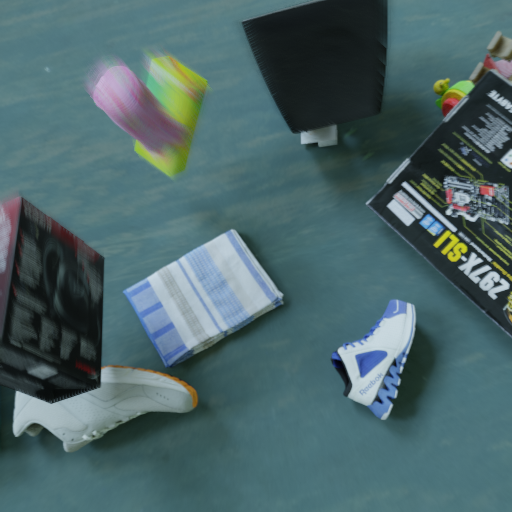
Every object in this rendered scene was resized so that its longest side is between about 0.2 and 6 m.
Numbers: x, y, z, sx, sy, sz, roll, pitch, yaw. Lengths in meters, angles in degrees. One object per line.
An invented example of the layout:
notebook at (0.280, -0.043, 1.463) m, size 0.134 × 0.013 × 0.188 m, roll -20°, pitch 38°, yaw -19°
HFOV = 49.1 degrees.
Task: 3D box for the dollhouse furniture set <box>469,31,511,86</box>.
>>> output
dollhouse furniture set at (4.563, -2.691, 9.874) m, size 1.585 × 1.202 × 1.809 m, roll 36°, pitch 109°, yaw 23°

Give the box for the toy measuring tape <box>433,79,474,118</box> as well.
toy measuring tape at (4.242, -2.608, 10.582) m, size 0.844 × 0.844 × 2.293 m, roll -35°, pitch 71°, yaw -14°

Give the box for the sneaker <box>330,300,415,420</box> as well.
sneaker at (1.779, 1.482, 8.809) m, size 1.086 × 0.760 × 1.881 m, roll 18°, pitch 69°, yaw 6°

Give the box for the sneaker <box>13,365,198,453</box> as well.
sneaker at (-2.282, 2.303, 8.413) m, size 2.828 × 1.070 × 1.301 m, roll 3°, pitch 74°, yaw 9°

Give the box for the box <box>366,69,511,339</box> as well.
box at (4.101, -0.687, 8.965) m, size 3.652 × 0.901 × 2.916 m, roll 45°, pitch 107°, yaw 18°

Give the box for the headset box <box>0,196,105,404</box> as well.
headset box at (-2.873, 0.510, 7.349) m, size 0.898 × 1.731 × 2.325 m, roll -21°, pitch 55°, yaw 16°

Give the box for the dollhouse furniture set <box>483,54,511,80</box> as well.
dollhouse furniture set at (5.182, -2.946, 10.641) m, size 1.093 × 0.826 × 2.031 m, roll -15°, pitch 64°, yaw -7°

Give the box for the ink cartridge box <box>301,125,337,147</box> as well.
ink cartridge box at (1.214, -2.455, 10.836) m, size 0.673 × 0.169 × 0.776 m, roll -6°, pitch 61°, yaw 15°

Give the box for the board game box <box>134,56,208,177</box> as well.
board game box at (-1.396, -2.209, 8.976) m, size 0.845 × 1.663 × 0.396 m, roll 36°, pitch 41°, yaw 17°

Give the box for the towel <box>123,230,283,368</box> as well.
towel at (-0.887, 0.662, 9.438) m, size 2.264 × 0.269 × 1.662 m, roll -30°, pitch 69°, yaw -12°

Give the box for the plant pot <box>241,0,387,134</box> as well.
plant pot at (1.170, -3.379, 9.819) m, size 2.249 × 2.000 × 2.254 m, roll -11°, pitch 21°, yaw 9°

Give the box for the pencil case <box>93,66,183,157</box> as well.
pencil case at (-1.633, -1.989, 7.926) m, size 0.697 × 1.594 × 0.697 m, roll -4°, pitch 76°, yaw 15°
